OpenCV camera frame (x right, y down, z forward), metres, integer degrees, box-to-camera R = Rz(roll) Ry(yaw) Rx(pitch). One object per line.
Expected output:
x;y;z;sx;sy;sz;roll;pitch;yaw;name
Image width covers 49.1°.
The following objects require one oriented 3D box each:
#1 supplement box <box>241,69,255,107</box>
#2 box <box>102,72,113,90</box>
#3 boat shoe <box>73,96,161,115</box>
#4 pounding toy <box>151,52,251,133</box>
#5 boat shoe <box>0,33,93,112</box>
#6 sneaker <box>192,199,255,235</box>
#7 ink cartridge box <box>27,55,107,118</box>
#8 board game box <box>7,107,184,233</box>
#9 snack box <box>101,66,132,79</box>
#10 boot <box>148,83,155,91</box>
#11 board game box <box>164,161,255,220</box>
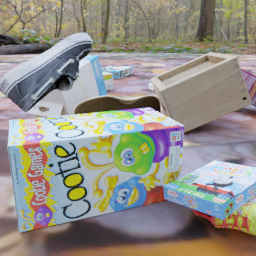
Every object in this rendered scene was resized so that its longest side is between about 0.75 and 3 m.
4.279;-1.452;9.920;1.162;0.902;2.107;10;25;-37;supplement box
-1.624;-2.283;13.894;1.573;0.797;0.885;-12;20;-32;box
-0.364;-0.478;8.184;2.820;1.017;0.916;-11;10;-33;boat shoe
2.257;-1.036;8.565;2.485;1.919;2.700;-23;17;5;pounding toy
-1.317;-1.092;5.408;0.827;0.781;2.305;-40;6;46;boat shoe
1.391;1.203;3.786;0.548;0.474;1.213;-14;11;-36;sneaker
-2.002;-1.214;8.866;1.499;1.460;2.332;9;37;28;ink cartridge box
-0.527;0.503;4.533;2.488;1.282;1.305;-7;19;-20;board game box
-0.934;-3.800;18.995;1.706;0.545;2.937;5;19;15;snack box
1.326;-2.045;14.080;0.388;0.313;0.860;2;24;-18;boot
1.297;0.818;4.024;1.273;0.233;0.963;-15;13;-37;board game box
